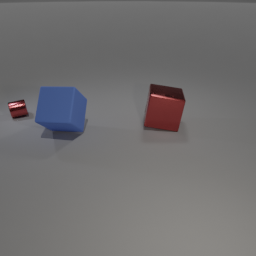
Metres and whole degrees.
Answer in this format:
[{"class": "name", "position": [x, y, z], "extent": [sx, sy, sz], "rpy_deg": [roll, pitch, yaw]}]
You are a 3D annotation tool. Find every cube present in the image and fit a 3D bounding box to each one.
[{"class": "cube", "position": [-2.519, -0.693, 10.763], "extent": [1.400, 1.400, 1.400], "rpy_deg": [2, -13, 12]}, {"class": "cube", "position": [1.478, -0.866, 11.579], "extent": [1.400, 1.400, 1.400], "rpy_deg": [9, 28, 0]}]

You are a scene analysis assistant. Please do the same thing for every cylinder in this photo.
[{"class": "cylinder", "position": [-4.894, -0.867, 12.474], "extent": [0.700, 0.700, 0.700], "rpy_deg": [-15, 31, -17]}]
